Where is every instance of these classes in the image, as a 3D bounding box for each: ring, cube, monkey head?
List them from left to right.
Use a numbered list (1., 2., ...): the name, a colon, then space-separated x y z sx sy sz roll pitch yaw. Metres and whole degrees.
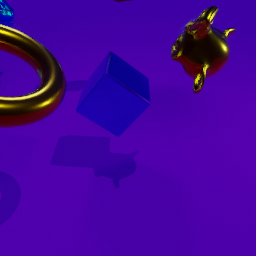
1. ring: -1.699 -0.753 3.617 1.838 0.368 1.838 19 42 -18
2. cube: -0.284 -0.711 5.896 1.086 1.086 1.086 32 32 -21
3. monkey head: 1.263 -1.312 4.432 0.906 1.082 1.504 36 69 -5

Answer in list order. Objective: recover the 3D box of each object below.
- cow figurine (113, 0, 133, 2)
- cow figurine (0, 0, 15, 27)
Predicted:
1. cow figurine: -0.537 -4.023 7.407 1.581 1.607 0.882 -9 57 7
2. cow figurine: -3.887 -3.444 8.669 1.357 1.335 0.745 16 82 30
